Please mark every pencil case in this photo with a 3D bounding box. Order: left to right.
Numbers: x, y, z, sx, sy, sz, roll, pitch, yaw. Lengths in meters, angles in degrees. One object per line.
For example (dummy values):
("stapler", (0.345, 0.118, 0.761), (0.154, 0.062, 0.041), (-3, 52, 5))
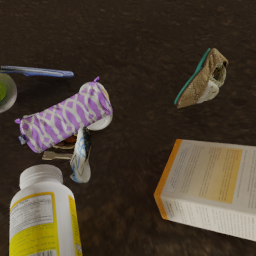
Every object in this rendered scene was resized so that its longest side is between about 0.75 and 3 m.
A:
("pencil case", (-1.443, -0.274, 6.552), (2.192, 0.920, 0.937), (-28, 90, -8))

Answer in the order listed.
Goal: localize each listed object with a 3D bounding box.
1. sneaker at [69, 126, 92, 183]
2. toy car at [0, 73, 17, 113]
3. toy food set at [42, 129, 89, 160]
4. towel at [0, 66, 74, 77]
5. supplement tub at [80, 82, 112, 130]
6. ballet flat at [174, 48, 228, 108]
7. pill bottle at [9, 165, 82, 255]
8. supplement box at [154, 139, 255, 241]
("sneaker", (-1.068, 0.603, 6.163), (0.492, 1.359, 0.488), (8, 22, 5))
("toy car", (-4.675, -1.067, 7.206), (2.997, 2.623, 2.247), (21, 74, 14))
("toy food set", (-1.633, 0.087, 7.503), (1.146, 0.333, 1.660), (1, 48, 1))
("towel", (-2.497, -1.581, 8.108), (1.621, 0.267, 2.240), (4, 11, -5))
("supplement tub", (-0.932, -0.631, 7.733), (0.876, 0.876, 1.211), (-8, 44, -7))
("ballet flat", (2.284, -1.391, 8.116), (0.932, 1.007, 2.855), (33, 55, 5))
("pill bottle", (-1.566, 1.901, 5.290), (1.239, 1.239, 2.377), (-11, 49, -9))
("supplement box", (2.046, 1.199, 5.629), (2.584, 0.950, 1.628), (5, 45, 29))
